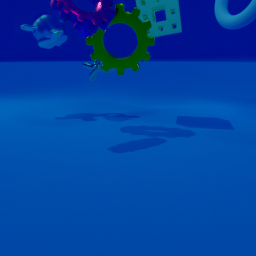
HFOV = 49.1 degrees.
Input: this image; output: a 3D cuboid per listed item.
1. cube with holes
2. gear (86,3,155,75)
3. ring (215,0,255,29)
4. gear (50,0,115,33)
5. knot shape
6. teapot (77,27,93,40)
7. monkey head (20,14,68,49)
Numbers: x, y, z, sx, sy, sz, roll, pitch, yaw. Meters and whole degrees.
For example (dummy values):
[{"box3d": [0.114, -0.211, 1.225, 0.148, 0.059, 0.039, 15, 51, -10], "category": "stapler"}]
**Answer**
[{"box3d": [1.079, -3.773, 9.409, 1.292, 1.292, 1.292, -7, 17, 13], "category": "cube with holes"}, {"box3d": [-0.222, -2.587, 8.283, 1.972, 1.972, 0.365, 1, 27, 3], "category": "gear"}, {"box3d": [2.954, -3.450, 7.273, 0.346, 1.731, 1.731, 8, 10, -28], "category": "ring"}, {"box3d": [-1.129, -3.148, 7.108, 1.618, 1.618, 0.299, -10, -21, -33], "category": "gear"}, {"box3d": [-0.957, -2.273, 10.107, 1.258, 0.621, 1.344, -27, 30, -3], "category": "knot shape"}, {"box3d": [-1.506, -3.595, 10.088, 1.187, 0.738, 0.581, 22, 53, 42], "category": "teapot"}, {"box3d": [-2.811, -3.597, 10.129, 1.888, 1.138, 1.358, -25, 7, -24], "category": "monkey head"}]
